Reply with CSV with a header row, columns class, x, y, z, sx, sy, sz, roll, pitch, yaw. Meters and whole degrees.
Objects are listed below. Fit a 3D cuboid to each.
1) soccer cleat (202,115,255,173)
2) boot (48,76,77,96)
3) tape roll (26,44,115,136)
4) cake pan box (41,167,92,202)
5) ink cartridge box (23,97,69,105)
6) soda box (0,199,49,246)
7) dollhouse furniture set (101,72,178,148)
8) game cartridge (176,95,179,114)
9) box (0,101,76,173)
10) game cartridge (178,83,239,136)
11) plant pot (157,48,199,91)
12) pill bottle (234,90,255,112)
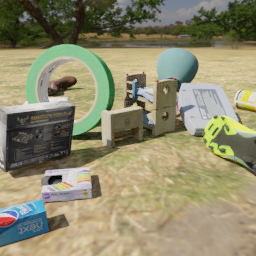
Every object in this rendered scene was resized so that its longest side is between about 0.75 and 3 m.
class,x,y,z,sx,sy,sz,roll,pitch,yaw
soccer cleat,2.671,0.453,6.227,1.196,0.925,2.860,26,6,-20
boot,-3.254,-1.942,13.076,1.742,0.600,1.869,-15,18,-4
tape roll,-1.558,-0.996,7.547,2.379,2.379,0.572,5,8,13
cake pan box,-1.124,1.025,5.150,0.901,0.236,0.829,-3,17,-8
ink cartridge box,-3.017,-0.827,10.327,1.520,0.329,1.493,0,19,-5
soda box,-1.715,1.369,3.925,1.100,0.373,0.353,-10,21,-27
dollhouse furniture set,0.041,-0.644,7.910,2.213,1.551,1.559,-13,23,-33
game cartridge,1.534,-0.833,9.533,0.171,0.557,0.836,-29,24,51
box,-1.894,0.125,5.889,0.383,1.257,1.587,26,26,36
game cartridge,2.328,-0.606,8.481,1.526,0.476,2.292,-2,41,2
plant pot,2.263,-2.571,13.381,2.034,2.034,1.370,7,57,18
pill bottle,4.550,-0.952,10.113,0.692,0.692,1.211,-15,25,-36
